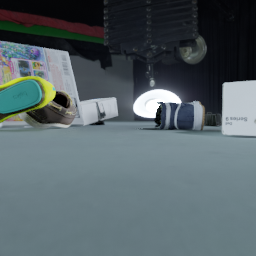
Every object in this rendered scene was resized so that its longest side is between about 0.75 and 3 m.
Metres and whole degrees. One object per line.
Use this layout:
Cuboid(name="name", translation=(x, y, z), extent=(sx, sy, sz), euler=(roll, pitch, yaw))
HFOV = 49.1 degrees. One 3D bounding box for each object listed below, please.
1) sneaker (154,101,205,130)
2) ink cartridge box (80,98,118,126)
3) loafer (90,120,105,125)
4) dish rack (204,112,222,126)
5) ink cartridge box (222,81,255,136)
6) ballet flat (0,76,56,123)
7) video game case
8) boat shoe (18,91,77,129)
Cuboid(name="sneaker", translation=(1.348, -0.349, 7.575), extent=(1.202, 0.777, 2.216), euler=(2, 5, 9))
Cuboid(name="ink cartridge box", translation=(-1.709, -0.728, 12.173), extent=(1.524, 0.888, 2.108), euler=(1, 13, 41))
Cuboid(name="loafer", translation=(-1.464, -0.297, 13.011), extent=(0.325, 0.323, 0.892), euler=(3, 4, 40))
Cuboid(name="dish rack", translation=(2.579, -0.320, 11.166), extent=(2.015, 0.550, 1.546), euler=(-2, 0, -3))
Cuboid(name="ink cartridge box", translation=(2.585, -0.299, 4.643), extent=(1.460, 0.841, 2.000), euler=(1, 2, 36))
Cuboid(name="ballet flat", translation=(-2.666, -0.522, 5.862), extent=(2.544, 0.850, 0.853), euler=(-11, 11, 13))
Cuboid(name="video game case", translation=(-2.992, -1.421, 9.294), extent=(2.709, 2.976, 0.353), euler=(-2, -22, -38))
Cuboid(name="boat shoe", translation=(-2.008, -0.604, 7.903), extent=(1.003, 0.831, 2.793), euler=(44, 10, 6))
